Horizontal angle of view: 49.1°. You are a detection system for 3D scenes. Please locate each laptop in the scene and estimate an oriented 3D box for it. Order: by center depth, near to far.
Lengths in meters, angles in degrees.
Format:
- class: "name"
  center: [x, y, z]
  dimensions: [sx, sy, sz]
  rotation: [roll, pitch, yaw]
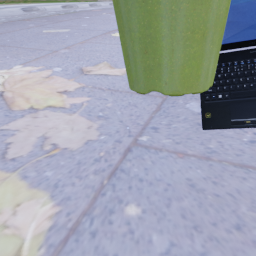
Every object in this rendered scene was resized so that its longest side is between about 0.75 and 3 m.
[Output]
- class: "laptop"
  center: [2.103, -1.098, 4.561]
  dimensions: [2.021, 2.281, 1.178]
  rotation: [-3, 3, 22]

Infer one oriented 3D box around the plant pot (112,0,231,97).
- class: "plant pot"
  center: [0.483, -1.216, 3.197]
  dimensions: [1.640, 1.557, 1.640]
  rotation: [-2, 19, 1]
